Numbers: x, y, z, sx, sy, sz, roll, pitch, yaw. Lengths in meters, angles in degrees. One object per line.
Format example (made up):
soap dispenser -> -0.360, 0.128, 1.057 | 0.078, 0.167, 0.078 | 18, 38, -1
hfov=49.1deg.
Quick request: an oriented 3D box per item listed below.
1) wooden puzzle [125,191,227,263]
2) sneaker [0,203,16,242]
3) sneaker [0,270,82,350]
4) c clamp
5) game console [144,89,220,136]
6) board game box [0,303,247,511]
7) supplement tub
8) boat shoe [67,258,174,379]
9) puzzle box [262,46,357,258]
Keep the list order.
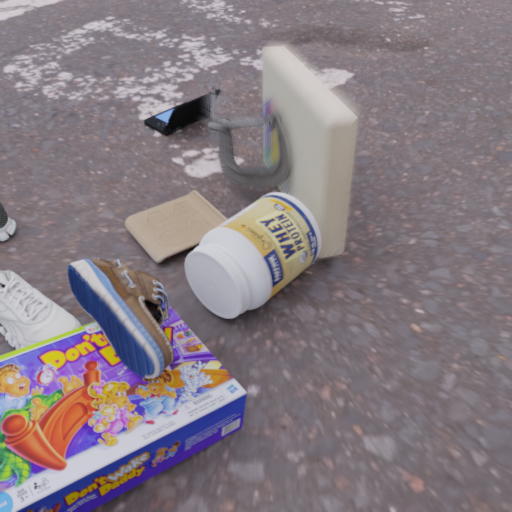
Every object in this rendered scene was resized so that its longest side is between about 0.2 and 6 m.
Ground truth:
wooden puzzle -> -1.505, -0.531, 10.776 | 1.601, 0.371, 1.483 | -28, 47, -23
sneaker -> -5.658, -0.611, 10.374 | 2.100, 0.958, 0.815 | -19, 43, -20
sneaker -> -3.695, 0.805, 8.723 | 2.354, 0.954, 0.885 | 21, 43, 21
c clamp -> -0.182, -2.349, 11.099 | 0.316, 1.995, 2.335 | -14, 22, -43
game console -> -1.885, -3.770, 14.155 | 1.391, 0.921, 1.582 | 31, 49, 31
board game box -> -2.109, 1.939, 7.168 | 3.303, 0.739, 2.221 | -20, 43, -33
supplement tub -> -0.036, -0.017, 9.265 | 1.462, 1.462, 2.024 | 29, 48, 30
boat shoe -> -1.691, 0.643, 7.608 | 0.920, 0.918, 2.542 | -20, 40, -31
puzzle box -> 0.839, -2.130, 10.583 | 0.497, 2.599, 3.907 | -9, 38, -11
